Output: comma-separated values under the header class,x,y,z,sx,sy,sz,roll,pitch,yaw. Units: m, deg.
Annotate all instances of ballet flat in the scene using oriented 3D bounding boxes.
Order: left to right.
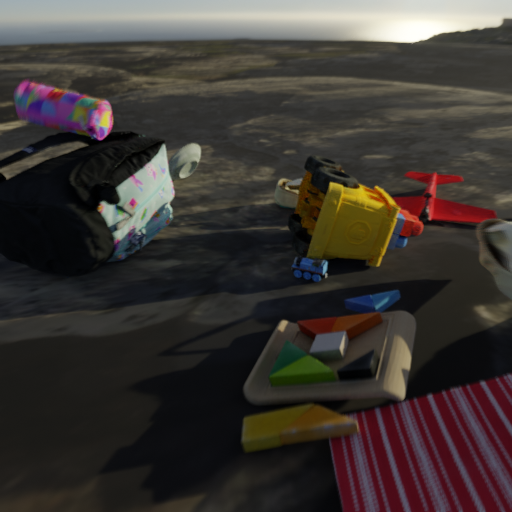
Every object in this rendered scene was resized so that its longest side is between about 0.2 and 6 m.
class,x,y,z,sx,sy,sz,roll,pitch,yaw
ballet flat,1.373,-1.219,11.369,2.107,0.732,0.732,8,27,16
ballet flat,3.645,0.046,7.775,0.904,0.836,2.680,-21,13,6

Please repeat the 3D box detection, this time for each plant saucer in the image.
class,x,y,z,sx,sy,sz,roll,pitch,yaw
plant saucer,-1.646,-2.100,12.990,0.271,1.079,1.079,46,43,14

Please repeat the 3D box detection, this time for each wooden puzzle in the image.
class,x,y,z,sx,sy,sz,roll,pitch,yaw
wooden puzzle,0.895,1.136,6.588,1.933,0.335,2.865,-9,21,17

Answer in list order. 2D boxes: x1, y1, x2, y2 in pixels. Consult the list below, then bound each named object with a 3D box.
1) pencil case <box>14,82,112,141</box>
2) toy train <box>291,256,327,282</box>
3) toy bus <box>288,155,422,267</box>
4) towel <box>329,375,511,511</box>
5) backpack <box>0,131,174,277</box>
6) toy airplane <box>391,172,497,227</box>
class,x,y,z,sx,sy,sz,roll,pitch,yaw
pencil case,-3.190,-2.399,9.289,1.612,0.713,0.713,15,29,11
toy train,0.846,0.192,8.894,0.587,0.335,0.254,13,30,21
toy bus,1.733,-0.748,9.796,2.079,1.469,2.165,11,22,-8
towel,1.947,1.799,4.908,2.497,0.281,1.805,-15,21,6
backpack,-2.704,-0.949,9.381,2.526,1.916,3.027,12,33,19
toy airplane,3.613,-1.213,11.574,2.693,0.495,2.693,-1,26,1
